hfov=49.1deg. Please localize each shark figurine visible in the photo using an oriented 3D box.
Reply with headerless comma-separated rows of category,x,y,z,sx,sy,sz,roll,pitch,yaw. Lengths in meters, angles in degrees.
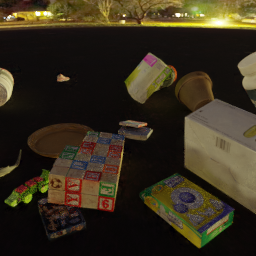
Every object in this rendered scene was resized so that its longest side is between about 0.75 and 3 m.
shark figurine,-3.783,1.113,7.892,1.578,0.659,0.943,-12,29,-20

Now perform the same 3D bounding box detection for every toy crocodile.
toy crocodile,-2.529,1.543,7.211,0.458,0.419,1.356,17,30,31

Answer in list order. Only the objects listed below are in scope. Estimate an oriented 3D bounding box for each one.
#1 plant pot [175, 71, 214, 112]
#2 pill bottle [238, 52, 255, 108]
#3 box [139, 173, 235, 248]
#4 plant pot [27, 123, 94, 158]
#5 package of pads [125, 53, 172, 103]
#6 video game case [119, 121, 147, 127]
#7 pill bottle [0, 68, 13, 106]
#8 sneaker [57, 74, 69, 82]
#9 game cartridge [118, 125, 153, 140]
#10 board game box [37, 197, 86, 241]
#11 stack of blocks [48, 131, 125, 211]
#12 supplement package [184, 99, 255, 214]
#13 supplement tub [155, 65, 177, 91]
plant pot,3.063,-1.386,12.219,1.676,1.676,1.462,-6,46,-12
pill bottle,5.483,-1.671,11.048,1.550,2.592,1.550,-34,16,11
box,1.303,1.774,6.661,1.192,0.491,2.031,-19,30,-34
plant pot,-2.258,0.436,9.682,2.274,0.313,2.274,-1,26,0
package of pads,0.804,-2.366,13.063,0.897,2.031,2.629,38,12,-18
video game case,0.214,-0.162,10.789,0.773,0.094,1.081,10,9,19
pill bottle,-6.301,-1.948,13.458,1.375,1.375,2.415,-7,27,-15
sneaker,-3.926,-3.071,16.975,0.760,0.398,0.286,-17,28,-34
game cartridge,0.261,0.159,10.383,1.141,0.233,0.759,10,24,20
board game box,-1.568,1.988,6.504,0.834,0.213,1.231,-12,28,-24
stack of blocks,-0.983,0.985,7.625,1.563,0.795,2.715,8,22,1
supplement package,2.709,0.606,7.128,1.270,1.784,2.291,-29,41,-28
supplement tub,1.694,-2.764,15.299,1.267,1.267,2.069,21,32,37
